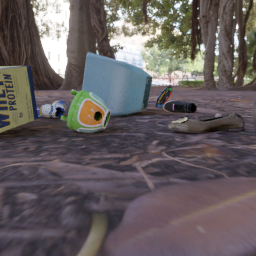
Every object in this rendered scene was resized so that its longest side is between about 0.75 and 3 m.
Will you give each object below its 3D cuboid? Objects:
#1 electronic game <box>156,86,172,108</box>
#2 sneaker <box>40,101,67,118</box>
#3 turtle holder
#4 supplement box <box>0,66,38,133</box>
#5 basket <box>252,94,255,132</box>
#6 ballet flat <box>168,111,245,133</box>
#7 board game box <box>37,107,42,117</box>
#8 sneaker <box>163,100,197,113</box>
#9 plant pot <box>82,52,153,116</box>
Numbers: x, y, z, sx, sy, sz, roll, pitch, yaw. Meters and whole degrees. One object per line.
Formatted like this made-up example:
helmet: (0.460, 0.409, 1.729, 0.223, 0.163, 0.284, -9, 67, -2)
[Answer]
electronic game: (1.531, -1.300, 11.825, 0.219, 1.051, 1.051, 37, 25, 21)
sneaker: (-2.908, -0.704, 11.677, 0.756, 0.645, 1.714, 15, 19, 13)
turtle holder: (-1.129, -0.347, 8.111, 1.139, 1.219, 1.604, 18, -27, 5)
supplement box: (-4.374, -0.805, 7.840, 2.461, 1.654, 2.464, 4, 18, 22)
basket: (4.419, -0.393, 6.666, 2.400, 1.632, 2.164, 4, 5, 42)
ballet flat: (2.335, -0.184, 8.229, 2.483, 0.576, 0.836, -2, 10, -14)
board game box: (-4.677, -0.623, 11.578, 1.978, 0.341, 1.339, -5, 11, -26)
sneaker: (2.484, -1.000, 13.105, 1.623, 0.574, 0.805, 1, 4, -17)
plant pot: (-0.353, -1.786, 12.594, 2.617, 2.569, 2.562, 13, 12, 11)
